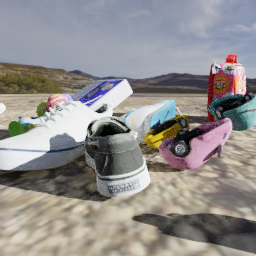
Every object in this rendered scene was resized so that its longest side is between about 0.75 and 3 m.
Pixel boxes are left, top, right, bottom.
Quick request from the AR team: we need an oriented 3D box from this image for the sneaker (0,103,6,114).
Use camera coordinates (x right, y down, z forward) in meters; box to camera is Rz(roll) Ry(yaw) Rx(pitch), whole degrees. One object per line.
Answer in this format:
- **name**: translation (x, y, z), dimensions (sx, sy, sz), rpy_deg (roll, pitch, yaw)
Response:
- **sneaker**: translation (-6.742, -1.035, 12.244), dimensions (2.607, 1.049, 0.996), rpy_deg (-4, 8, -36)

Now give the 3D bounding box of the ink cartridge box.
- **ink cartridge box**: translation (-1.556, -0.603, 9.003), dimensions (2.733, 0.593, 2.708), rpy_deg (-38, 23, -18)

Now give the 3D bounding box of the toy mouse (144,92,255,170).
- **toy mouse**: translation (1.411, 0.045, 4.777), dimensions (2.622, 0.571, 2.950), rpy_deg (-17, 13, 41)

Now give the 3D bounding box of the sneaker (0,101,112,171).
- **sneaker**: translation (-1.243, 0.020, 5.140), dimensions (1.072, 1.039, 2.936), rpy_deg (4, 9, 25)

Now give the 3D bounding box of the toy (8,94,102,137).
- **toy**: translation (-1.890, -0.435, 6.895), dimensions (1.485, 0.609, 2.579), rpy_deg (-21, 13, 29)

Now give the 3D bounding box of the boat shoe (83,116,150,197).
- **boat shoe**: translation (-0.227, 0.220, 4.214), dimensions (0.872, 0.785, 2.466), rpy_deg (-12, 9, -11)

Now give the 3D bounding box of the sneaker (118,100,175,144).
- **sneaker**: translation (0.582, -0.212, 7.066), dimensions (1.026, 0.972, 2.541), rpy_deg (2, 7, 24)

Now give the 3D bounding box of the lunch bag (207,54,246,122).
- **lunch bag**: translation (3.763, -1.497, 10.442), dimensions (1.143, 2.458, 2.791), rpy_deg (5, 10, 28)
